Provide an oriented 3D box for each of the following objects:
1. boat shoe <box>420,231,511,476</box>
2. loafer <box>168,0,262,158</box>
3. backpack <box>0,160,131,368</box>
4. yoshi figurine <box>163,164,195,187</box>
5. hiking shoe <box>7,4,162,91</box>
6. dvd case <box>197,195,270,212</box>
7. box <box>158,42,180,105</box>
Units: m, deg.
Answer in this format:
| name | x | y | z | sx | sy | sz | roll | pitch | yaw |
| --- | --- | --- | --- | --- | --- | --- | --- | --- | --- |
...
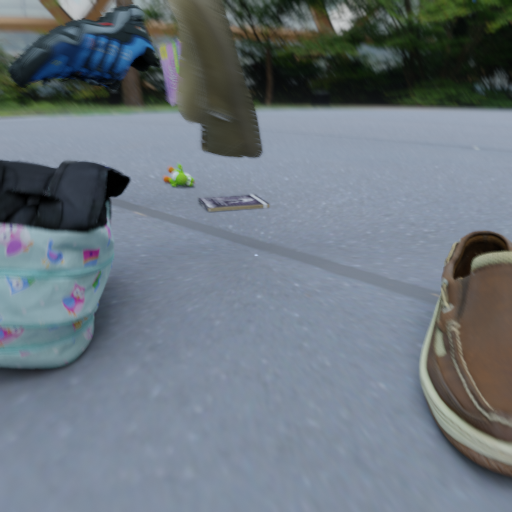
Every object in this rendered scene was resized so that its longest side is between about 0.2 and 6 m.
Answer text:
| name | x | y | z | sx | sy | sz | roll | pitch | yaw |
| --- | --- | --- | --- | --- | --- | --- | --- | --- | --- |
| boat shoe | 2.104 | 0.543 | 5.048 | 1.199 | 1.201 | 3.246 | 4 | 19 | 11 |
| loafer | -0.625 | -2.230 | 7.241 | 0.943 | 2.797 | 1.064 | -16 | 51 | 5 |
| backpack | -2.464 | -0.108 | 5.930 | 2.388 | 1.811 | 2.862 | 0 | 16 | -21 |
| yoshi figurine | -1.945 | -1.948 | 13.871 | 0.545 | 0.547 | 0.973 | -33 | 36 | -32 |
| hiking shoe | -2.951 | -3.526 | 10.052 | 2.892 | 1.254 | 1.076 | -38 | 21 | -31 |
| dvd case | -0.495 | -1.121 | 11.903 | 1.329 | 0.106 | 0.988 | -6 | 19 | -17 |
| box | -1.179 | -3.639 | 11.027 | 0.606 | 1.103 | 1.254 | 4 | 22 | 39 |
